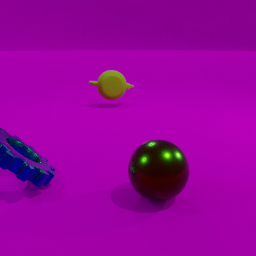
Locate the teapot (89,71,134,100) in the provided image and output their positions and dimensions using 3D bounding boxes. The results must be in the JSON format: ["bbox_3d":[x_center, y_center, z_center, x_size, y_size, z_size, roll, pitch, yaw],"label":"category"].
[{"bbox_3d":[-0.613,-1.718,11.208,1.875,1.166,0.918,3,15,-12],"label":"teapot"}]

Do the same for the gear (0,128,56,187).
[{"bbox_3d":[-1.917,0.491,4.930,1.397,0.258,1.397,38,-3,2],"label":"gear"}]

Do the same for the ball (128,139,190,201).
[{"bbox_3d":[0.492,0.678,4.541,0.995,0.995,0.995,0,17,0],"label":"ball"}]
